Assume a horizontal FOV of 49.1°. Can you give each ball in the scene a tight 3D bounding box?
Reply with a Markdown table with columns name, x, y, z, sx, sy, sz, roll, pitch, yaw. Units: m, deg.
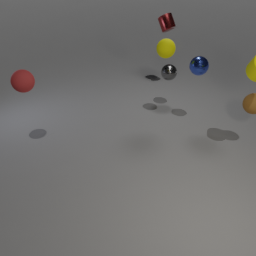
| name | x | y | z | sx | sy | sz | roll | pitch | yaw |
| --- | --- | --- | --- | --- | --- | --- | --- | --- | --- |
| ball | 2.608 | -2.279 | 10.275 | 0.700 | 0.700 | 0.700 | 0 | 30 | 0 |
| ball | 1.785 | -2.425 | 12.202 | 0.700 | 0.700 | 0.700 | 0 | 30 | 0 |
| ball | 1.395 | -2.923 | 10.299 | 0.700 | 0.700 | 0.700 | 0 | 30 | 0 |
| ball | -3.207 | -1.430 | 8.538 | 0.700 | 0.700 | 0.700 | 0 | 30 | 0 |
| ball | 4.162 | -0.803 | 9.262 | 0.700 | 0.700 | 0.700 | 0 | 30 | 0 |

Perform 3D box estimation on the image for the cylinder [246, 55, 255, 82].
| name | x | y | z | sx | sy | sz | roll | pitch | yaw |
| --- | --- | --- | --- | --- | --- | --- | --- | --- | --- |
| cylinder | 3.841 | -1.754 | 8.014 | 0.700 | 0.700 | 0.700 | 2 | -11 | 4 |

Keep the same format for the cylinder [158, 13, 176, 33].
| name | x | y | z | sx | sy | sz | roll | pitch | yaw |
| --- | --- | --- | --- | --- | --- | --- | --- | --- | --- |
| cylinder | 1.873 | -5.068 | 13.484 | 0.700 | 0.700 | 0.700 | -20 | 7 | 3 |
